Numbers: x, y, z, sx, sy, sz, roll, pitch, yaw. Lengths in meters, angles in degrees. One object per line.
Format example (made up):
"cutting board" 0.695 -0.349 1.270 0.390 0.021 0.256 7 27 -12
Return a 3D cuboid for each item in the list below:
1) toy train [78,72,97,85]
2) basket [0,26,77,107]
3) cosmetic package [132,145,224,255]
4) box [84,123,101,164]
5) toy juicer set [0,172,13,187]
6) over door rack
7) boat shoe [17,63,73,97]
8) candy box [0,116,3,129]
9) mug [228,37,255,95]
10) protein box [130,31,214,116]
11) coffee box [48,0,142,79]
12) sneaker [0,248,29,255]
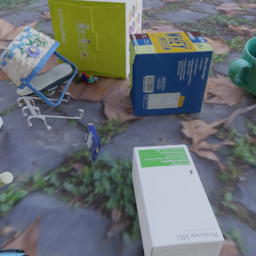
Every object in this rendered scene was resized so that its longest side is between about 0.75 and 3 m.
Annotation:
"toy train" -1.626 -2.078 11.251 0.494 0.362 0.854 -14 40 -32
"basket" -3.014 -2.083 9.642 1.634 2.348 2.071 -23 38 39
"cosmetic package" 0.907 1.623 6.125 1.378 1.086 2.561 -3 38 -7
"box" -0.933 0.419 7.543 0.156 0.584 0.964 -3 47 -27
"toy juicer set" -3.191 1.709 5.550 0.771 1.803 2.834 38 31 -24
"over door rack" -2.560 -0.561 9.267 1.816 0.605 1.342 -9 39 -33
"boat shoe" -3.022 -1.653 10.398 2.167 0.670 0.811 -37 60 -21
"candy box" -5.132 0.427 7.587 2.484 1.059 2.961 -4 39 -5
"mug" 4.878 -2.130 10.174 2.566 1.586 2.108 10 49 8
"protein box" 1.280 -1.795 9.326 2.315 2.299 1.562 -4 40 -5
"coffee box" -1.156 -4.156 11.644 2.992 2.987 2.959 9 40 10
"sneaker" -1.960 2.673 4.987 2.458 0.900 1.007 12 41 15
